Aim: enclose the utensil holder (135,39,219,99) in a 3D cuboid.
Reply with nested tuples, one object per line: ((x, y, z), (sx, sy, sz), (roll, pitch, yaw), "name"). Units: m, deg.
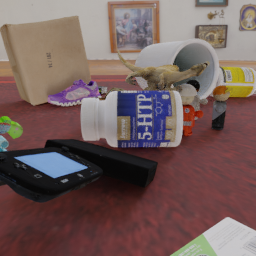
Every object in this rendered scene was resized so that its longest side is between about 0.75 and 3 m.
((1.802, -2.276, 11.150), (2.294, 2.294, 2.700), (-8, 16, -26), "utensil holder")

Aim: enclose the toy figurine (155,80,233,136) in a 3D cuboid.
((1.580, -0.665, 7.316), (1.771, 1.251, 1.799), (-8, 18, -24), "toy figurine")

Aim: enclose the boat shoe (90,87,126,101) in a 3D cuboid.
((-0.228, -0.658, 7.882), (0.939, 0.917, 2.482), (10, 19, 31), "boat shoe")

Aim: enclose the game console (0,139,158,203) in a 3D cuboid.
((-0.567, 0.476, 3.607), (1.621, 0.331, 2.749), (14, 3, 14), "game console")

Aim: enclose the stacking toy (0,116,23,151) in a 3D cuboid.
((-2.673, 0.522, 4.343), (2.954, 0.694, 2.227), (-6, 25, -43), "stacking toy")

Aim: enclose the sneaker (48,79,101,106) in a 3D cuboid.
((-1.919, -1.302, 10.137), (2.022, 0.894, 0.813), (-11, 21, -29), "sneaker")

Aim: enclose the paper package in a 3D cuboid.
((-2.963, -2.572, 10.503), (2.678, 2.810, 1.454), (-21, 24, -29), "paper package")

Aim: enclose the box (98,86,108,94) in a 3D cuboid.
((-1.823, -1.647, 12.284), (1.323, 0.325, 1.370), (15, 22, 40), "box")

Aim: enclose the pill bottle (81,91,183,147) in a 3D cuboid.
((0.066, -0.184, 5.833), (1.967, 1.178, 1.178), (-1, 17, -1), "pill bottle")

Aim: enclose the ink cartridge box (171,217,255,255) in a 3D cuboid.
((1.110, 1.315, 1.935), (0.888, 0.510, 1.515), (-13, 21, -38), "ink cartridge box")

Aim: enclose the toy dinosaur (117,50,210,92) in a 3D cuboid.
((0.560, -1.220, 6.655), (2.618, 0.762, 1.324), (15, 47, 33), "toy dinosaur")

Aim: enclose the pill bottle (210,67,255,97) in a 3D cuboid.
((4.457, -1.884, 11.526), (2.168, 1.219, 1.219), (0, 16, -10), "pill bottle")
